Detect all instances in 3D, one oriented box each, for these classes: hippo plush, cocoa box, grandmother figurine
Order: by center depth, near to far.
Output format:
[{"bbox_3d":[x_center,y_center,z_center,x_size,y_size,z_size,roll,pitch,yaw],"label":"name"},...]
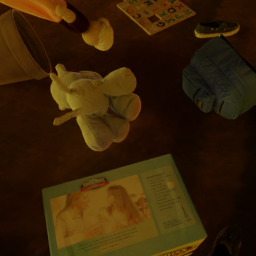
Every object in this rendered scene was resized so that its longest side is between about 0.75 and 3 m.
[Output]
[{"bbox_3d":[-0.132,2.028,5.895,2.795,1.834,1.864,-14,58,-9],"label":"cocoa box"},{"bbox_3d":[-1.555,-2.632,6.433,2.845,0.861,1.725,22,28,-32],"label":"grandmother figurine"},{"bbox_3d":[-1.237,-0.649,7.894,2.746,2.188,2.208,-13,22,-36],"label":"hippo plush"}]

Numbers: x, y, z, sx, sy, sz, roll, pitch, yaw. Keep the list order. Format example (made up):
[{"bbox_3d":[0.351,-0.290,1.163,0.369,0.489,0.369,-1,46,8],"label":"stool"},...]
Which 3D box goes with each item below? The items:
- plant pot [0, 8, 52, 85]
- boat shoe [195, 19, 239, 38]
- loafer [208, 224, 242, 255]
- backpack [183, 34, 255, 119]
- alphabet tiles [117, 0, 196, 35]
[{"bbox_3d":[-3.807,-2.300,8.813,1.898,2.187,2.187,-23,58,3],"label":"plant pot"},{"bbox_3d":[3.421,-3.814,10.589,1.781,0.504,0.611,-11,57,-8],"label":"boat shoe"},{"bbox_3d":[2.103,2.780,6.205,0.573,0.502,1.594,37,64,22],"label":"loafer"},{"bbox_3d":[2.737,-1.234,8.240,1.745,1.689,2.079,-40,69,2],"label":"backpack"},{"bbox_3d":[1.013,-5.067,11.669,2.353,0.106,2.815,-30,62,-18],"label":"alphabet tiles"}]
